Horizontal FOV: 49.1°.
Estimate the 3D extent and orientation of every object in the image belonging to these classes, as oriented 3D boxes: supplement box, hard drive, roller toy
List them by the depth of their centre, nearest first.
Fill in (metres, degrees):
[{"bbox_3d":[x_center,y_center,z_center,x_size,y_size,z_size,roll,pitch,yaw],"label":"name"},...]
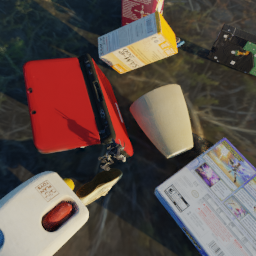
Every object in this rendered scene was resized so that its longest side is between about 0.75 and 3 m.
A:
[{"bbox_3d":[-2.023,1.983,6.006,2.246,2.049,1.570,-41,84,-14],"label":"roller toy"},{"bbox_3d":[0.283,-2.446,8.319,2.012,1.268,0.740,-15,70,27],"label":"supplement box"},{"bbox_3d":[3.570,-2.347,8.674,1.854,1.295,0.351,25,66,7],"label":"hard drive"},{"bbox_3d":[0.532,-4.384,9.048,1.112,2.596,1.432,20,65,9],"label":"supplement box"}]

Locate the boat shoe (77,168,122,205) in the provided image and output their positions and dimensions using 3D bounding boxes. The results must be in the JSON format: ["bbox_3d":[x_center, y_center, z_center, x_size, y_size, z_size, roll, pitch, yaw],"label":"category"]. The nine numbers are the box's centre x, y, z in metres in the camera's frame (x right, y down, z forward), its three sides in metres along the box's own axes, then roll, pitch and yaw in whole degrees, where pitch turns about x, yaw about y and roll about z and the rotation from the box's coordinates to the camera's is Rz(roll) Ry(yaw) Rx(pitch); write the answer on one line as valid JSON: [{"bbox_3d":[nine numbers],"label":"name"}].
[{"bbox_3d":[-0.713,1.527,7.298,1.340,0.435,0.483,-31,44,-29],"label":"boat shoe"}]

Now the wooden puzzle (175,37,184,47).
[{"bbox_3d":[1.182,-2.697,9.197,0.907,0.157,1.344,-38,36,-6],"label":"wooden puzzle"}]

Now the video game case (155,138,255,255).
[{"bbox_3d":[2.415,1.922,6.988,2.403,0.603,2.652,-33,67,-15],"label":"video game case"}]

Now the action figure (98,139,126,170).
[{"bbox_3d":[-0.304,0.555,6.144,0.420,0.823,0.489,4,49,-45],"label":"action figure"}]

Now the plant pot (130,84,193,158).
[{"bbox_3d":[1.031,-0.074,7.442,1.506,1.506,1.608,-20,75,-10],"label":"plant pot"}]

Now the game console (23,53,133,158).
[{"bbox_3d":[-1.259,-0.451,7.451,1.635,2.374,2.755,-24,62,10],"label":"game console"}]
